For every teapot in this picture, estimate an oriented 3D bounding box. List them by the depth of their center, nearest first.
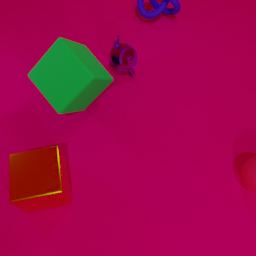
[{"bbox_3d":[-0.111,-2.082,8.211,0.887,1.427,0.699,-41,35,-19],"label":"teapot"}]

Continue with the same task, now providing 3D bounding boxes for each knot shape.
[{"bbox_3d":[1.140,-4.221,9.325,1.373,1.467,0.678,25,43,-27],"label":"knot shape"}]

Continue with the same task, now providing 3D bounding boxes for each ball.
[{"bbox_3d":[3.260,1.132,6.737,0.966,0.966,0.966,0,62,0],"label":"ball"}]

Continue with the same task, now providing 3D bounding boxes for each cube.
[{"bbox_3d":[-2.028,1.230,6.594,1.132,1.132,1.132,-10,63,-5],"label":"cube"},{"bbox_3d":[-1.444,-1.315,7.294,1.321,1.321,1.321,-42,83,19],"label":"cube"}]
